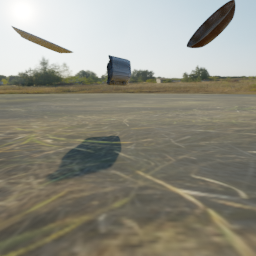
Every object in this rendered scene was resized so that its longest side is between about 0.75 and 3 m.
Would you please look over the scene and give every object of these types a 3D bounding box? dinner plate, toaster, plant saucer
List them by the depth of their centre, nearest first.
[{"bbox_3d":[-2.777,-2.801,9.121,2.067,0.251,2.067,23,12,-5],"label":"dinner plate"},{"bbox_3d":[2.887,-3.430,9.560,0.378,2.065,2.065,40,1,-12],"label":"plant saucer"},{"bbox_3d":[-0.374,-2.284,11.139,0.877,1.358,0.772,6,-33,-17],"label":"toaster"}]
